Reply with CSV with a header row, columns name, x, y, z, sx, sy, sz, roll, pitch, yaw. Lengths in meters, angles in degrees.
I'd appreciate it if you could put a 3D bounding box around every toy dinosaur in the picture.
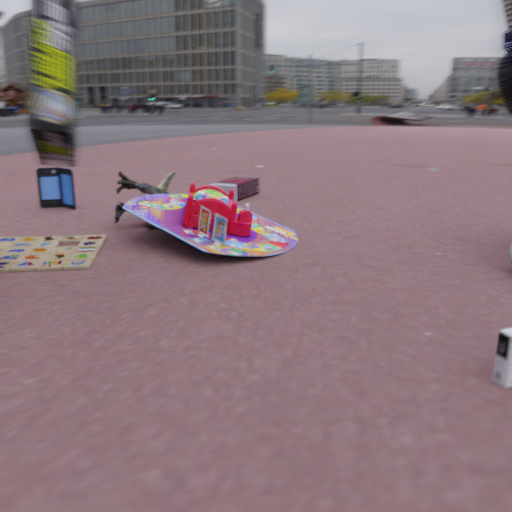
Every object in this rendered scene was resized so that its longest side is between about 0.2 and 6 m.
name,x,y,z,sx,sy,sz,roll,pitch,yaw
toy dinosaur,-2.366,-1.237,12.533,1.512,0.814,3.431,7,26,-19

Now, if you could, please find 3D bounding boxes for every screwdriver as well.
name,x,y,z,sx,sy,sz,roll,pitch,yaw
screwdriver,2.274,-2.188,4.897,0.444,3.050,0.425,-43,50,0

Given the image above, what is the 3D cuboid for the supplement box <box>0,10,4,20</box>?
name,x,y,z,sx,sy,sz,roll,pitch,yaw
supplement box,-4.152,-3.510,8.456,0.363,0.658,0.282,29,5,-40

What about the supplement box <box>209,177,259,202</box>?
name,x,y,z,sx,sy,sz,roll,pitch,yaw
supplement box,-0.588,-1.877,15.680,0.829,0.464,1.524,7,19,26

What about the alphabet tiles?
name,x,y,z,sx,sy,sz,roll,pitch,yaw
alphabet tiles,-4.179,-0.060,10.237,2.545,0.096,2.127,-2,17,-6

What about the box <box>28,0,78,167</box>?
name,x,y,z,sx,sy,sz,roll,pitch,yaw
box,-2.808,-2.455,7.874,0.557,2.016,2.517,2,-2,-18

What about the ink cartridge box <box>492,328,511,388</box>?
name,x,y,z,sx,sy,sz,roll,pitch,yaw
ink cartridge box,3.032,0.979,5.857,1.211,0.573,0.225,-6,18,-19

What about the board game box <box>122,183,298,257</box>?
name,x,y,z,sx,sy,sz,roll,pitch,yaw
board game box,-0.787,-0.976,11.052,3.488,0.679,2.756,27,25,34

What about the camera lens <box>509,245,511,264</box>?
name,x,y,z,sx,sy,sz,roll,pitch,yaw
camera lens,4.501,0.028,8.909,0.666,0.666,0.832,-1,17,-4

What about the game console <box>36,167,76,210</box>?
name,x,y,z,sx,sy,sz,roll,pitch,yaw
game console,-4.997,-1.668,13.984,0.877,1.027,0.608,-5,16,-17
